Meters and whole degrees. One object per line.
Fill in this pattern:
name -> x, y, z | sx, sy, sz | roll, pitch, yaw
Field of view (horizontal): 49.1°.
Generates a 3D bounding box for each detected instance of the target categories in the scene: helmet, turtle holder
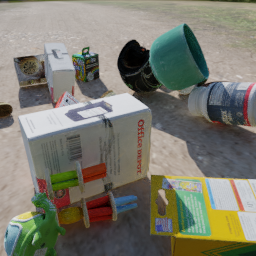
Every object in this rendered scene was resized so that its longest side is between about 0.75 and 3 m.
helmet -> 0.761, -2.579, 12.050 | 2.231, 2.231, 2.127 | 25, -2, 36
turtle holder -> -1.817, 1.954, 5.233 | 0.895, 1.261, 0.958 | 19, 25, 26

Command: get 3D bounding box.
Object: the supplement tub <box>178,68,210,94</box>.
supplement tub -> 2.891, -2.278, 12.579 | 1.115, 1.115, 1.820 | 22, 35, 32

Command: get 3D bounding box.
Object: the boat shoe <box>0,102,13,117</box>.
boat shoe -> -5.205, -0.615, 10.322 | 1.747, 0.622, 0.563 | -8, 23, -27

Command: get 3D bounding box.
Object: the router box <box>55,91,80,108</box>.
router box -> -1.623, -0.300, 8.955 | 0.375, 1.537, 1.379 | -40, 23, 22

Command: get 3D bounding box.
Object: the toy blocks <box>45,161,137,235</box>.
toy blocks -> -0.721, 1.370, 5.980 | 1.823, 1.520, 0.662 | -10, 19, -16

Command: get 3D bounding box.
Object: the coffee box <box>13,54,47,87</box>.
coffee box -> -4.127, -2.746, 13.089 | 2.090, 1.181, 0.834 | -13, -3, -22

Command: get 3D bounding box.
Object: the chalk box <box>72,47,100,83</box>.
chalk box -> -2.059, -3.176, 13.649 | 0.964, 1.556, 0.971 | 23, 38, 34

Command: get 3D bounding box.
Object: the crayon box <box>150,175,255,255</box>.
crayon box -> 1.862, 1.862, 5.911 | 2.819, 0.727, 1.772 | 3, 30, 4

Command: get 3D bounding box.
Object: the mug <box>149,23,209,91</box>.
mug -> 1.868, -2.377, 10.274 | 1.586, 2.108, 2.565 | -21, -24, 28

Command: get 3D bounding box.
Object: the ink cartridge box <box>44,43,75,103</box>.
ink cartridge box -> -2.887, -2.327, 11.679 | 0.924, 1.587, 2.178 | -6, 45, -21

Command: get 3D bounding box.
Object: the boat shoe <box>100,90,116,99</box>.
boat shoe -> -0.476, -0.411, 8.802 | 0.732, 2.030, 0.660 | -39, 73, -18

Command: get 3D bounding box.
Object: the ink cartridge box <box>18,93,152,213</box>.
ink cartridge box -> -0.942, 0.508, 6.882 | 2.848, 2.062, 1.201 | -15, 34, -24

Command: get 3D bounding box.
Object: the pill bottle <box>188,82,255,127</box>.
pill bottle -> 3.385, -0.850, 9.640 | 2.391, 1.430, 1.430 | 9, 28, 45

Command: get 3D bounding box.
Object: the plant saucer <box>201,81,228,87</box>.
plant saucer -> 4.162, -1.331, 11.617 | 2.405, 0.440, 2.405 | 0, 31, 0
